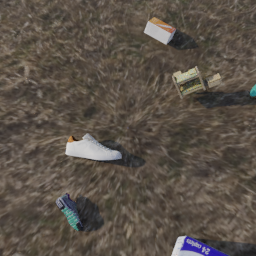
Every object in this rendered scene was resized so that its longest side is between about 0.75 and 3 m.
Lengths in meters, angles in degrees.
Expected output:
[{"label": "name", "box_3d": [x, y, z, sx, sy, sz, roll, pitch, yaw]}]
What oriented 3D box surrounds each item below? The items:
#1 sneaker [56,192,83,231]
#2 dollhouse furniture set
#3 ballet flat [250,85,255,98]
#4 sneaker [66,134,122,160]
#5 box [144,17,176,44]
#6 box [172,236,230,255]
[{"label": "sneaker", "box_3d": [-1.401, 2.151, 7.261, 1.019, 0.379, 0.446, 56, 37, -1]}, {"label": "dollhouse furniture set", "box_3d": [1.951, -1.618, 8.217, 1.223, 0.680, 1.082, -21, 35, 16]}, {"label": "ballet flat", "box_3d": [4.235, -1.367, 8.350, 0.468, 1.293, 0.439, 8, 44, -24]}, {"label": "sneaker", "box_3d": [-0.929, 0.516, 7.722, 1.566, 0.570, 0.663, 8, 91, 3]}, {"label": "box", "box_3d": [1.069, -3.237, 9.318, 0.866, 0.422, 0.539, 31, 44, 6]}, {"label": "box", "box_3d": [1.729, 3.851, 6.109, 2.042, 1.165, 2.220, 22, 69, 10]}]
